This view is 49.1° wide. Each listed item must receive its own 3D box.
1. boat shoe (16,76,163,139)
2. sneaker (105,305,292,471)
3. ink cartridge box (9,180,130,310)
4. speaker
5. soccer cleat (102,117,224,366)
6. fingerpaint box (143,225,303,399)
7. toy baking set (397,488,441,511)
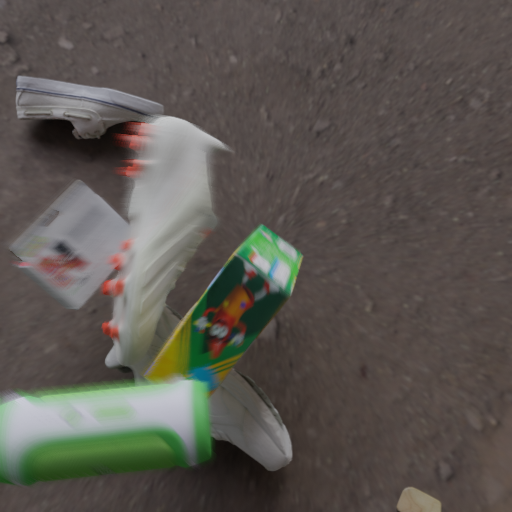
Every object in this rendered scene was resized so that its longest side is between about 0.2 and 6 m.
[{"bbox_3d":[-2.616,-2.211,8.747,2.326,0.825,0.812,9,99,-1],"label":"boat shoe"},{"bbox_3d":[-0.809,1.902,7.301,2.834,1.104,1.408,39,83,21],"label":"sneaker"},{"bbox_3d":[-2.291,-0.143,7.018,1.090,0.521,1.242,48,64,-22],"label":"ink cartridge box"},{"bbox_3d":[-1.338,1.571,5.009,1.821,0.805,0.805,-5,72,-5],"label":"speaker"},{"bbox_3d":[-1.105,-0.175,6.941,1.210,1.081,3.120,11,83,-24],"label":"soccer cleat"},{"bbox_3d":[-0.279,0.583,6.238,0.706,1.924,1.605,37,105,0],"label":"fingerpaint box"},{"bbox_3d":[2.692,4.348,6.779,2.219,0.336,2.891,-2,72,-1],"label":"toy baking set"}]
